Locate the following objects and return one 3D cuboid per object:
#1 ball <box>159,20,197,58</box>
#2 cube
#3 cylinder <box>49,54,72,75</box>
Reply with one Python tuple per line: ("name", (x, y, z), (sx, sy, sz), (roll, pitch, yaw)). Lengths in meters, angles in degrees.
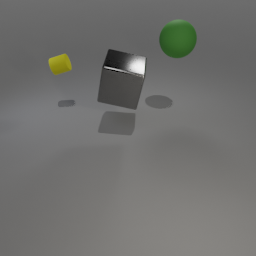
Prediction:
("ball", (1.889, -3.362, 10.614), (1.400, 1.400, 1.400), (0, 31, 0))
("cube", (-0.200, -1.699, 9.764), (1.400, 1.400, 1.400), (12, 40, -3))
("cylinder", (-2.776, -2.606, 11.493), (0.700, 0.700, 0.700), (-15, 30, 7))
